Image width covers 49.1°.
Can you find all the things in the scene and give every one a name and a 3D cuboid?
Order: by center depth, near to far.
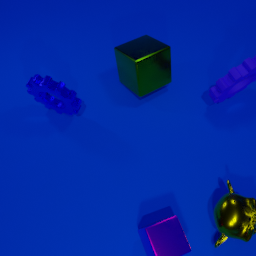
[{"bbox_3d":[0.803,2.564,6.412,0.816,0.816,0.816,-17,72,-17],"label":"cube"},{"bbox_3d":[2.647,2.161,6.796,1.007,1.202,1.671,5,70,36],"label":"monkey head"},{"bbox_3d":[-2.173,-0.933,8.265,1.632,1.632,0.302,18,67,11],"label":"gear"},{"bbox_3d":[3.291,-1.434,8.341,1.839,1.839,0.340,-26,73,-16],"label":"gear"},{"bbox_3d":[0.495,-2.016,8.988,1.298,1.298,1.298,-28,44,-19],"label":"cube"}]
